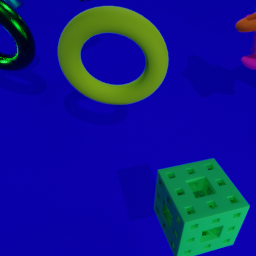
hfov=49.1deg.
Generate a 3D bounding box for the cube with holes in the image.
[{"bbox_3d":[0.941,1.105,3.895,0.871,0.871,0.871,-10,39,-13],"label":"cube with holes"}]

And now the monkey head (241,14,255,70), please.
[{"bbox_3d":[3.323,-1.955,6.461,1.384,1.159,1.924,-19,42,-27],"label":"monkey head"}]

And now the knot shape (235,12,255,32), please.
[{"bbox_3d":[2.989,-2.431,6.003,0.706,1.430,1.528,19,85,-23],"label":"knot shape"}]

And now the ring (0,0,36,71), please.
[{"bbox_3d":[-2.999,-2.054,6.104,2.036,2.036,0.407,12,57,8],"label":"ring"}]

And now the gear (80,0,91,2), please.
[{"bbox_3d":[-0.787,-3.528,6.806,1.150,1.150,0.213,-34,95,-21],"label":"gear"}]

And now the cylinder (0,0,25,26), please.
[{"bbox_3d":[-2.965,-2.919,6.331,0.884,0.884,0.884,-31,27,18],"label":"cylinder"}]

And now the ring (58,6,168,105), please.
[{"bbox_3d":[-0.273,-1.197,5.048,1.982,1.982,0.396,5,48,3],"label":"ring"}]
